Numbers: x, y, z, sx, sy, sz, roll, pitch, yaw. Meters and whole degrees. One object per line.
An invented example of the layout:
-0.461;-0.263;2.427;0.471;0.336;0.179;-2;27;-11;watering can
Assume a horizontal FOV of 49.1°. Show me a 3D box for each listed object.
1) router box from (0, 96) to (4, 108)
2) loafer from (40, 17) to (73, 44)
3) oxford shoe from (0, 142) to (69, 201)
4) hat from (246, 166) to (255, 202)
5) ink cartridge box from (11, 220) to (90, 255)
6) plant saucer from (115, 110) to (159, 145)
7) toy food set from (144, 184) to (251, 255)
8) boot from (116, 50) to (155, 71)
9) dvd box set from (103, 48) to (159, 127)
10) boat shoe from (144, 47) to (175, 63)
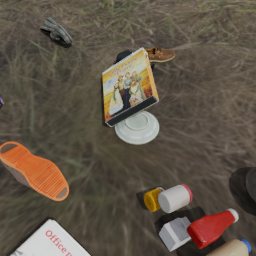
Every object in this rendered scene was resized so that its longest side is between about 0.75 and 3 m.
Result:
-4.795;-0.600;8.746;1.368;0.357;1.076;8;50;6;router box
-2.914;-3.801;11.329;0.645;0.737;2.052;-40;52;-6;loafer
-2.322;1.166;7.017;2.113;0.770;0.753;35;50;17;oxford shoe
3.555;1.666;6.679;1.641;0.662;1.641;1;42;-1;hat
-1.705;3.124;5.272;1.580;0.893;2.156;33;58;25;ink cartridge box
0.271;-0.128;8.377;1.341;0.337;1.341;0;50;0;plant saucer
1.561;2.141;5.922;1.195;1.268;2.656;-15;50;-28;toy food set
0.056;-2.132;9.879;1.262;0.574;1.502;30;50;19;boot
-0.012;-1.321;8.688;1.701;0.342;2.325;-27;45;22;dvd box set
1.092;-2.772;10.493;1.420;0.479;0.511;-7;50;-6;boat shoe
